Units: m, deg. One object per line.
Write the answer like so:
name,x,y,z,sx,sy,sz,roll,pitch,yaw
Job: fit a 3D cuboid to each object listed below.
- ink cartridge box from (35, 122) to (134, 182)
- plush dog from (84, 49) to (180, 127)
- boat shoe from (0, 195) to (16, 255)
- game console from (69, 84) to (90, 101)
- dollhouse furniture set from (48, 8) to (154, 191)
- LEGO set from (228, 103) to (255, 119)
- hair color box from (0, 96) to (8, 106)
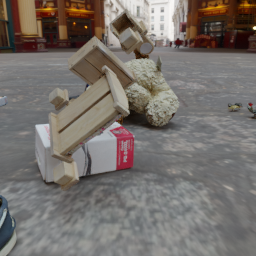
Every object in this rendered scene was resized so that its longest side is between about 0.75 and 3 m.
ink cartridge box,-0.922,0.372,5.707,1.749,0.729,1.270,-6,21,-24
plush dog,-0.236,-1.082,8.568,2.508,2.343,2.920,-29,25,-9
boat shoe,-1.864,1.421,2.718,0.799,0.660,2.135,6,19,18
game console,-1.037,-1.616,10.994,2.124,1.257,1.813,-13,23,-36
dollhouse furniture set,-0.159,-0.377,4.564,1.168,2.039,2.391,34,28,-42
LEGO set,4.309,-0.550,9.212,1.307,0.570,2.013,-3,6,-16
hair color box,-5.012,-0.945,10.461,0.496,0.304,1.002,3,18,10
